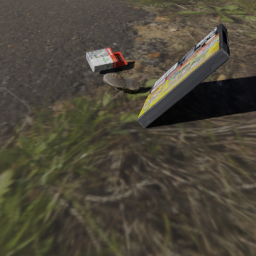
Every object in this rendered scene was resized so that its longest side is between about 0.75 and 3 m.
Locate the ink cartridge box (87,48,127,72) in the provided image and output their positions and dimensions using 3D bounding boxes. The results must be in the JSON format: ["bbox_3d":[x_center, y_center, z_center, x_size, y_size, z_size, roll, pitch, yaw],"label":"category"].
[{"bbox_3d":[-0.825,-2.787,11.239,1.497,0.377,0.816,-17,62,-20],"label":"ink cartridge box"}]

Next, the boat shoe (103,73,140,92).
[{"bbox_3d":[-0.252,-1.446,9.410,1.335,0.489,0.497,13,65,-26],"label":"boat shoe"}]

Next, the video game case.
[{"bbox_3d":[1.598,-1.542,8.015,0.371,2.910,2.629,42,34,-11],"label":"video game case"}]
